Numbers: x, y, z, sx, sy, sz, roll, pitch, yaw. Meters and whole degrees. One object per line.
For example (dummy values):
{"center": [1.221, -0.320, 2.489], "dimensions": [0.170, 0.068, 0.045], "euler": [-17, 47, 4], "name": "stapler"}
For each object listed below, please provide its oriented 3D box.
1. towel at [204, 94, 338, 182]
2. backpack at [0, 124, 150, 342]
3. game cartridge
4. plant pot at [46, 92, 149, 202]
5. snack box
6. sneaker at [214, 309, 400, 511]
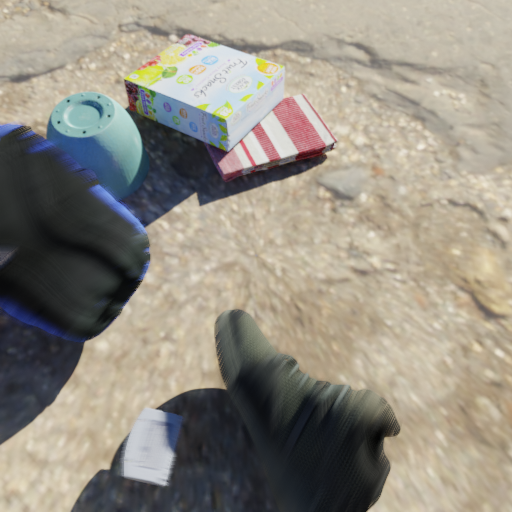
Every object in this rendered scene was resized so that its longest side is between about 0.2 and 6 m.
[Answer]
{"center": [0.197, -2.598, 12.032], "dimensions": [2.608, 0.297, 1.878], "euler": [-17, 55, -12], "name": "towel"}
{"center": [-3.387, -0.322, 9.014], "dimensions": [2.520, 3.101, 2.602], "euler": [-56, 32, -9], "name": "backpack"}
{"center": [-1.525, 2.758, 8.142], "dimensions": [0.681, 0.209, 1.022], "euler": [15, 54, -2], "name": "game cartridge"}
{"center": [-3.211, -2.251, 11.080], "dimensions": [1.956, 1.570, 1.956], "euler": [0, 57, 0], "name": "plant pot"}
{"center": [-1.073, -3.608, 12.096], "dimensions": [2.675, 0.905, 2.256], "euler": [26, 55, 20], "name": "snack box"}
{"center": [0.742, 1.965, 8.000], "dimensions": [1.987, 1.326, 3.469], "euler": [-37, 59, 14], "name": "sneaker"}
